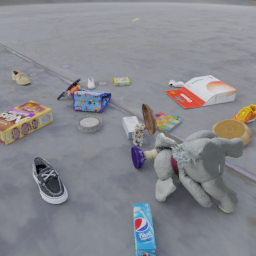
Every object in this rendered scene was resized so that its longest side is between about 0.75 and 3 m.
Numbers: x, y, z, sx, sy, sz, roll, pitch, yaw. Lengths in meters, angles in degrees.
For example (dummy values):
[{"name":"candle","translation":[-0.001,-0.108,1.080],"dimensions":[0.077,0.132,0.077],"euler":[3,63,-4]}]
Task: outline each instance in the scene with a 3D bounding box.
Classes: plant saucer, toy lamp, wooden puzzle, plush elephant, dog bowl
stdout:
[{"name":"plant saucer","translation":[0.687,-0.275,8.733],"dimensions":[0.194,1.060,1.060],"euler":[-14,33,-8]},{"name":"toy lamp","translation":[1.548,0.710,9.251],"dimensions":[2.850,0.830,0.830],"euler":[-9,32,-13]},{"name":"wooden puzzle","translation":[1.468,-0.247,11.461],"dimensions":[1.115,0.132,1.880],"euler":[21,37,31]},{"name":"plush elephant","translation":[1.643,1.076,7.789],"dimensions":[2.560,2.108,1.982],"euler":[20,-20,-29]},{"name":"dog bowl","translation":[-1.526,-0.151,11.147],"dimensions":[1.010,0.296,1.010],"euler":[-1,31,0]},{"name":"plant saucer","translation":[3.732,0.134,10.277],"dimensions":[1.510,0.267,1.510],"euler":[-11,39,9]}]

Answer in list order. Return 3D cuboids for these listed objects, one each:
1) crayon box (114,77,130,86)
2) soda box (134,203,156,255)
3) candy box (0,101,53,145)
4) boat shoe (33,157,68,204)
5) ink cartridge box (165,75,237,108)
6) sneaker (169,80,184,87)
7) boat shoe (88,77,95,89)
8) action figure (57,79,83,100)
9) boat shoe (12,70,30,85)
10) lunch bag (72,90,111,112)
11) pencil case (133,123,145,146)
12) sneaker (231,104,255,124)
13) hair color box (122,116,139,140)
[{"name":"crayon box","translation":[-0.348,-2.501,15.141],"dimensions":[0.794,0.231,0.685],"euler":[-4,33,-7]},{"name":"soda box","translation":[0.371,2.433,6.661],"dimensions":[0.429,0.454,1.338],"euler":[-1,31,-2]},{"name":"candy box","translation":[-4.255,-0.269,11.026],"dimensions":[1.312,0.635,2.249],"euler":[21,39,30]},{"name":"boat shoe","translation":[-2.322,1.449,8.138],"dimensions":[0.664,0.628,1.852],"euler":[-18,35,-27]},{"name":"ink cartridge box","translation":[3.451,-1.829,13.618],"dimensions":[2.700,0.677,2.190],"euler":[-8,31,-18]},{"name":"sneaker","translation":[2.554,-2.265,14.725],"dimensions":[0.873,0.328,0.354],"euler":[15,45,30]},{"name":"boat shoe","translation":[-1.956,-2.408,14.852],"dimensions":[0.373,0.367,1.052],"euler":[-4,31,-6]},{"name":"action figure","translation":[-2.641,-1.618,13.237],"dimensions":[1.462,0.765,1.414],"euler":[-41,13,2]},{"name":"boat shoe","translation":[-5.897,-2.778,15.326],"dimensions":[0.570,0.513,1.580],"euler":[-26,39,-36]},{"name":"lunch bag","translation":[-1.592,-1.385,12.928],"dimensions":[1.349,0.843,1.791],"euler":[5,19,10]},{"name":"pencil case","translation":[0.398,0.233,9.968],"dimensions":[0.381,0.852,0.332],"euler":[27,41,26]},{"name":"sneaker","translation":[4.564,-0.465,11.257],"dimensions":[0.704,0.744,1.929],"euler":[27,42,36]},{"name":"hair color box","translation":[0.169,-0.024,10.881],"dimensions":[0.569,0.348,1.149],"euler":[-6,32,-10]}]
